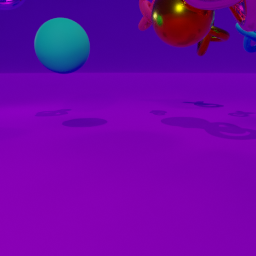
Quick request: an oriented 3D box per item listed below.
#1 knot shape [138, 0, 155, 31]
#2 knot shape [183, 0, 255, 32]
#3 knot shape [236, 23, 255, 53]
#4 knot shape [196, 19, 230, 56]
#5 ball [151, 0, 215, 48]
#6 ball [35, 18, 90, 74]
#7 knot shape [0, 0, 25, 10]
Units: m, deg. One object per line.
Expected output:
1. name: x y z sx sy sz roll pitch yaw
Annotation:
1. knot shape: 0.563 -3.088 7.481 0.495 1.072 1.003 2 33 -5
2. knot shape: 1.732 -2.599 4.915 1.835 0.906 1.961 25 -5 5
3. knot shape: 3.400 -2.741 7.652 0.550 1.113 1.189 -4 -13 43
4. knot shape: 2.726 -3.429 9.814 0.914 1.977 1.850 -34 35 -6
5. ball: 1.195 -2.478 6.154 1.370 1.370 1.370 0 12 0
6. ball: -1.511 -1.882 6.484 1.241 1.241 1.241 0 12 0
7. knot shape: -3.092 -3.848 6.978 0.768 1.661 1.555 -13 28 30
